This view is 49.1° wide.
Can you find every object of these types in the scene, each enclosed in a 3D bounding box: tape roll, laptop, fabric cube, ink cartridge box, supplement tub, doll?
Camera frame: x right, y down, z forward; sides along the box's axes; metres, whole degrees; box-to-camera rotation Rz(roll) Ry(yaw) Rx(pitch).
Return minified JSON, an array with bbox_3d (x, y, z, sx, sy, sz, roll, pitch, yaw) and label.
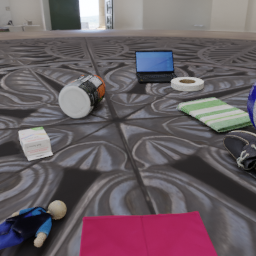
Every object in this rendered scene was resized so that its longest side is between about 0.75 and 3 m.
[{"bbox_3d":[3.080,-2.297,14.568,1.695,0.310,1.695,-1,24,1],"label":"tape roll"},{"bbox_3d":[1.680,-3.607,16.238,2.362,1.377,2.666,-2,24,-3],"label":"laptop"},{"bbox_3d":[0.244,2.128,3.221,1.611,1.580,1.606,-2,23,-4],"label":"fabric cube"},{"bbox_3d":[-2.758,0.437,8.353,0.756,0.434,1.291,-12,27,-26],"label":"ink cartridge box"},{"bbox_3d":[-1.734,-1.370,11.263,1.353,1.353,2.208,5,24,12],"label":"supplement tub"},{"bbox_3d":[-1.958,1.848,5.185,1.271,0.451,1.862,12,19,43],"label":"doll"}]

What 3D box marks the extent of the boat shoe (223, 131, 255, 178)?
[{"bbox_3d":[3.199,0.761,7.148,0.745,0.863,2.377,-9,30,-26],"label":"boat shoe"}]

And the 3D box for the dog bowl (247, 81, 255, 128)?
[{"bbox_3d":[4.914,-0.647,8.120,2.597,2.597,1.023,2,24,4],"label":"dog bowl"}]

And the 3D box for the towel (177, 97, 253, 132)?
[{"bbox_3d":[3.355,-0.562,10.791,2.000,0.307,2.622,-10,27,-22],"label":"towel"}]
